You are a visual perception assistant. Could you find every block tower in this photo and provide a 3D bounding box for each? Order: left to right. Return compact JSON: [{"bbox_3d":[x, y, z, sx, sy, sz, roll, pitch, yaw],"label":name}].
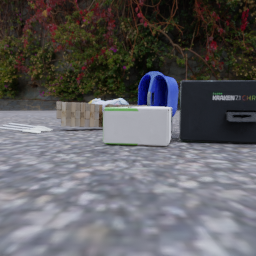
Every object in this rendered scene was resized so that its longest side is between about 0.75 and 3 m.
[{"bbox_3d":[-0.845,-0.394,9.014,2.825,0.763,0.817,2,1,-14],"label":"block tower"}]

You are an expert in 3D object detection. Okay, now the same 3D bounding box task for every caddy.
[{"bbox_3d":[1.117,-1.166,11.047,1.468,2.077,1.090,11,14,40],"label":"caddy"}]

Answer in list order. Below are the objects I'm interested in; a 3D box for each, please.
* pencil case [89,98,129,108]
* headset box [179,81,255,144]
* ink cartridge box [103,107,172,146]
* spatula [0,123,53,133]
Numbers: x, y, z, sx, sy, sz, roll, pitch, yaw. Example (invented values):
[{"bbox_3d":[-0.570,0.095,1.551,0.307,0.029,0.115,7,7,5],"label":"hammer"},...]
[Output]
[{"bbox_3d":[-0.851,-0.657,11.238,0.967,1.055,2.325,29,-11,-32],"label":"pencil case"},{"bbox_3d":[2.463,-0.418,6.610,2.427,1.293,2.787,2,5,11],"label":"headset box"},{"bbox_3d":[0.295,-0.091,6.035,1.269,0.733,1.745,1,5,10],"label":"ink cartridge box"},{"bbox_3d":[-3.096,0.017,8.340,1.457,0.117,1.013,5,11,8],"label":"spatula"}]
